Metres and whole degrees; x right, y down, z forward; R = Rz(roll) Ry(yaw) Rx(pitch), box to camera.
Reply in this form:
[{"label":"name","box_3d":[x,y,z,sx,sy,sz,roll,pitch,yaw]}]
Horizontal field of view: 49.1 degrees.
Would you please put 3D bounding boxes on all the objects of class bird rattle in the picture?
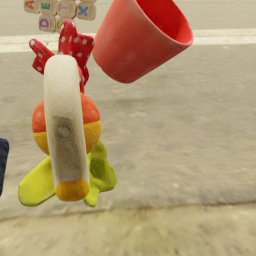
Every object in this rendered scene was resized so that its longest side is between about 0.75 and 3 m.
[{"label":"bird rattle","box_3d":[-0.720,-0.146,3.785,1.497,2.658,2.167,3,5,-12]}]

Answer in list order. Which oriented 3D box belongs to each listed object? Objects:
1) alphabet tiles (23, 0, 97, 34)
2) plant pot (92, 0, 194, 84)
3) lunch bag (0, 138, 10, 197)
[{"label":"alphabet tiles","box_3d":[-2.050,-4.125,8.393,2.432,2.486,0.181,13,16,12]},{"label":"plant pot","box_3d":[0.176,-1.755,5.419,1.685,1.491,1.685,25,45,-29]},{"label":"lunch bag","box_3d":[-1.949,0.519,3.477,0.608,0.625,0.919,3,77,8]}]
